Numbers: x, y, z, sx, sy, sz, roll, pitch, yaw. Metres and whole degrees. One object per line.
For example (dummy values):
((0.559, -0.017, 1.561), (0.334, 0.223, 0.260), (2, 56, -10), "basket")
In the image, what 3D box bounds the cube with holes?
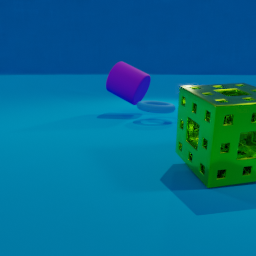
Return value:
((1.655, 0.032, 4.651), (1.275, 1.275, 1.275), (-5, 21, -12), "cube with holes")

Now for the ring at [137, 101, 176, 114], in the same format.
((0.957, -0.726, 9.572), (1.325, 0.265, 1.325), (4, 13, -1), "ring")

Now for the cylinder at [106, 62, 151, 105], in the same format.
((0.017, -1.748, 11.001), (1.304, 1.304, 1.304), (30, 22, 17), "cylinder")
